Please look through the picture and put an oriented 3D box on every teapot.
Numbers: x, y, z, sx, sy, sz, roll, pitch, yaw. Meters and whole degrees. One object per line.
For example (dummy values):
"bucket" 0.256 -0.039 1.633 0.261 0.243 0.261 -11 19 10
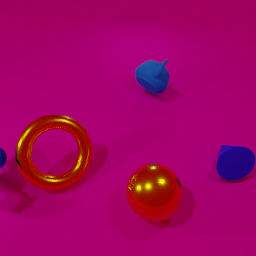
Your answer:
"teapot" 0.893 -1.791 9.401 1.218 1.959 0.959 37 83 -5

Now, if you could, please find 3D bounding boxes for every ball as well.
"ball" 0.606 1.476 6.494 1.323 1.323 1.323 0 47 0

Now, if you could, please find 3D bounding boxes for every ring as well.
"ring" -1.835 0.618 7.136 1.946 1.946 0.389 -28 14 -23

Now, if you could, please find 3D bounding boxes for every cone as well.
"cone" 2.711 0.702 7.566 1.016 1.016 1.019 -3 25 -3

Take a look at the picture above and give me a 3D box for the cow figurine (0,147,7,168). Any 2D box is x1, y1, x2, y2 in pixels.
"cow figurine" -3.420 0.985 6.678 1.518 0.847 1.542 31 28 16
